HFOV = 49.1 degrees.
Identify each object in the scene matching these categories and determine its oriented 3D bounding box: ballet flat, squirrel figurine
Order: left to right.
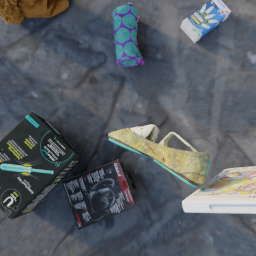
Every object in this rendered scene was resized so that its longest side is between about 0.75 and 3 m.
[{"bbox_3d":[-3.326,-4.358,8.397,2.437,2.275,1.725,-34,82,-5],"label":"squirrel figurine"},{"bbox_3d":[0.651,0.386,6.114,2.495,0.882,0.882,26,81,36],"label":"ballet flat"}]

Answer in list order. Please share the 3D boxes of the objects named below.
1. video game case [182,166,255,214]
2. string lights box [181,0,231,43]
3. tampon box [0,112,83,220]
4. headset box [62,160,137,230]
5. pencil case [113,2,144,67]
[{"bbox_3d":[2.470,1.097,5.360,2.069,2.274,0.260,-13,90,40],"label":"video game case"},{"bbox_3d":[2.544,-3.565,9.206,1.456,0.429,0.748,-39,83,-6],"label":"string lights box"},{"bbox_3d":[-2.771,1.043,7.943,1.749,1.474,2.334,44,84,6],"label":"tampon box"},{"bbox_3d":[-0.730,1.874,8.183,1.947,0.752,1.449,-21,82,-4],"label":"headset box"},{"bbox_3d":[-0.002,-2.922,8.914,0.877,0.807,1.897,-2,81,-9],"label":"pencil case"}]
